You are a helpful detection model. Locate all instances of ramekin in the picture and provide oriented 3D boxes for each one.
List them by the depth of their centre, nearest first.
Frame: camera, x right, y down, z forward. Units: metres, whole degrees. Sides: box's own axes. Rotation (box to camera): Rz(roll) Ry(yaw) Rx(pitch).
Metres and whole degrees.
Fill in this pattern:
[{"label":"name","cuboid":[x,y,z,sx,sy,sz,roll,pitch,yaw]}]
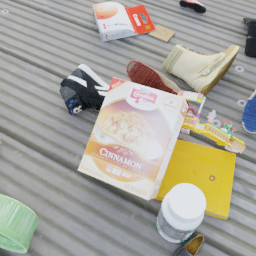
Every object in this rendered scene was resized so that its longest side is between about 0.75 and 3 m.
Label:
[{"label":"ramekin","cuboid":[-3.144,2.387,7.082,1.718,1.718,0.839,15,51,9]}]

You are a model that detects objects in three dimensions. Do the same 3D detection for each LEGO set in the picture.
[{"label":"LEGO set","cuboid":[2.309,-0.287,8.554,2.953,1.359,1.099,20,79,12]}]

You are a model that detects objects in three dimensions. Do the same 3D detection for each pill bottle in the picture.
[{"label":"pill bottle","cuboid":[1.315,2.164,7.072,1.029,1.819,1.029,1,55,-1]}]

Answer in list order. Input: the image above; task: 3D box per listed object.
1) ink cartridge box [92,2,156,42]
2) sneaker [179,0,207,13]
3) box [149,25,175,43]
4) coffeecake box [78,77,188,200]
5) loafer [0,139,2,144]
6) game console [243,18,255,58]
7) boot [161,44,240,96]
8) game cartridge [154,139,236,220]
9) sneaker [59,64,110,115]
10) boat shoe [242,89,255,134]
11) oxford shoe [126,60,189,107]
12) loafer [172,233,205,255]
[{"label":"ink cartridge box","cuboid":[-0.194,-4.793,12.187,2.402,0.602,1.948,-15,59,-4]},{"label":"sneaker","cuboid":[3.114,-5.797,12.926,1.339,0.447,0.718,27,64,19]},{"label":"box","cuboid":[1.472,-4.059,12.044,0.899,0.096,0.735,30,63,17]},{"label":"coffeecake box","cuboid":[0.181,0.266,7.949,2.173,1.034,2.831,19,86,19]},{"label":"loafer","cuboid":[-5.123,0.245,8.839,2.130,0.670,0.766,1,20,3]},{"label":"game console","cuboid":[6.097,-3.737,11.761,2.444,1.422,2.149,9,88,6]},{"label":"boot","cuboid":[2.776,-2.623,10.648,2.091,0.979,2.690,36,68,20]},{"label":"game cartridge","cuboid":[1.946,1.425,8.477,2.337,0.379,2.060,14,61,12]},{"label":"sneaker","cuboid":[-1.164,-0.793,9.576,2.858,1.044,1.599,41,78,20]},{"label":"boat shoe","cuboid":[4.714,-0.986,9.494,0.984,0.986,2.724,26,88,26]},{"label":"oxford shoe","cuboid":[0.986,-1.441,9.488,2.463,0.868,0.921,39,27,-11]},{"label":"loafer","cuboid":[1.492,3.233,7.216,0.495,0.492,1.360,36,65,19]}]
